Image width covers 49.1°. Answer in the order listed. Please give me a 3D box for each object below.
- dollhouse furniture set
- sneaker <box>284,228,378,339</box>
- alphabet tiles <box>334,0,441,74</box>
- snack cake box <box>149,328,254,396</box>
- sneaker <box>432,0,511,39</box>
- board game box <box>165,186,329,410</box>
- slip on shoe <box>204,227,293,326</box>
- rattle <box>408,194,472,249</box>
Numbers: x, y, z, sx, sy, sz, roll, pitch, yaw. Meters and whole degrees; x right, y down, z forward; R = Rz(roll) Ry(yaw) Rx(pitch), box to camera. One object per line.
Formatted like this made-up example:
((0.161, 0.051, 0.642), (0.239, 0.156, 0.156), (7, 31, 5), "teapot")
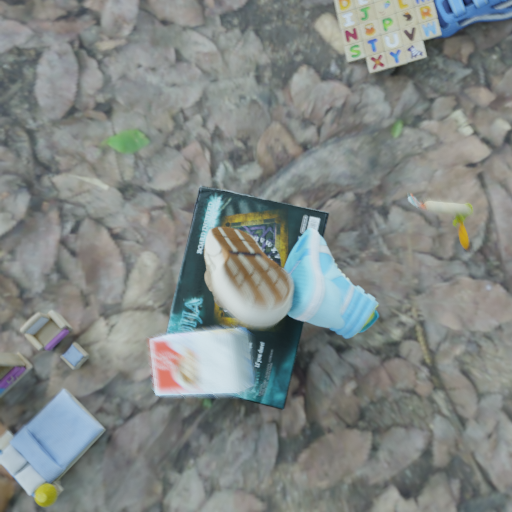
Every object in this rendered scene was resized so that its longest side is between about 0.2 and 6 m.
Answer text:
((-3.692, 2.628, 9.596), (2.551, 1.665, 2.408), (44, 81, 8), "dollhouse furniture set")
((1.208, 0.495, 8.864), (1.440, 2.205, 0.877), (28, 121, -12), "sneaker")
((2.745, -5.059, 11.832), (1.953, 0.074, 2.347), (-12, 77, 14), "alphabet tiles")
((-0.883, 1.680, 8.845), (1.602, 0.538, 0.921), (-10, 86, 31), "snack cake box")
((4.449, -5.330, 11.683), (2.464, 1.013, 0.911), (-18, 80, 1), "sneaker")
((-0.253, 0.713, 10.193), (2.434, 0.507, 3.599), (13, 89, 7), "board game box")
((-0.268, 0.438, 8.552), (1.140, 2.999, 0.909), (7, 109, -20), "slip on shoe")
((3.411, -0.676, 10.575), (1.205, 0.784, 0.861), (4, 109, -14), "rattle")
